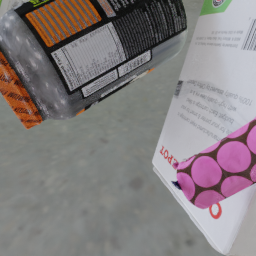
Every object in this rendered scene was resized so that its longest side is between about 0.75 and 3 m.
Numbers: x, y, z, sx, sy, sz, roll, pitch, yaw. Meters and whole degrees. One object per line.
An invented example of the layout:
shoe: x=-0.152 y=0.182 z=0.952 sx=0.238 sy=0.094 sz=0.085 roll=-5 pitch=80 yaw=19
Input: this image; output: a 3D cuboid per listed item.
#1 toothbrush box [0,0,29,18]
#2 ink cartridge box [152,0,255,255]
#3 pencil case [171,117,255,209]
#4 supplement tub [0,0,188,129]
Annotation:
toothbrush box: x=-2.987 y=-2.782 z=7.339 sx=1.099 sy=1.859 sz=2.553 roll=15 pitch=18 yaw=-31
ink cartridge box: x=1.548 y=-0.368 z=3.336 sx=1.250 sy=2.964 sz=2.165 roll=11 pitch=15 yaw=-18
pencil case: x=0.820 y=0.245 z=2.162 sx=0.435 sy=0.959 sz=0.449 roll=13 pitch=46 yaw=-55
supplement tub: x=-0.666 y=-1.291 z=4.365 sx=2.865 sy=1.755 sz=1.755 roll=-32 pitch=47 yaw=-15
